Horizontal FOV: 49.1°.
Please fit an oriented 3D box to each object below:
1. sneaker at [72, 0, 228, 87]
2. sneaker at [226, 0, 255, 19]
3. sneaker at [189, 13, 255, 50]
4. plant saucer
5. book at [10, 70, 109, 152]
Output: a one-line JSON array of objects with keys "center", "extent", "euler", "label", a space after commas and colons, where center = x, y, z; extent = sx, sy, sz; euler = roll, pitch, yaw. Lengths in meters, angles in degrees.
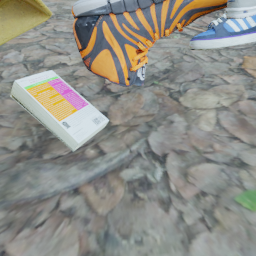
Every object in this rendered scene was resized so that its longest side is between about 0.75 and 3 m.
[{"center": [0.454, -1.619, 5.064], "extent": [2.878, 1.612, 1.116], "euler": [-5, 13, 18], "label": "sneaker"}, {"center": [1.878, -1.927, 3.994], "extent": [1.176, 0.482, 0.440], "euler": [-30, 36, -27], "label": "sneaker"}, {"center": [2.467, -2.774, 6.597], "extent": [2.203, 1.613, 0.887], "euler": [-9, 12, 5], "label": "sneaker"}, {"center": [-2.707, -1.542, 3.984], "extent": [2.815, 0.682, 2.814], "euler": [-27, 11, 1], "label": "plant saucer"}, {"center": [-1.243, -0.406, 5.338], "extent": [1.587, 0.381, 1.060], "euler": [42, 38, 6], "label": "book"}]
